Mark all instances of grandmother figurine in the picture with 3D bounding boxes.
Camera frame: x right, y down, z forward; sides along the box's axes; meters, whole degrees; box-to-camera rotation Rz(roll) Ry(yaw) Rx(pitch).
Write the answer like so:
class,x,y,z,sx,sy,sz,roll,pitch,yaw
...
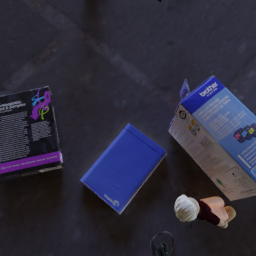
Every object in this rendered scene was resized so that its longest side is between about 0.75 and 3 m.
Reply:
class,x,y,z,sx,sy,sz,roll,pitch,yaw
grandmother figurine,1.516,1.657,5.790,1.109,1.828,0.554,13,85,41

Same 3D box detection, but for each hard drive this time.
class,x,y,z,sx,sy,sz,roll,pitch,yaw
hard drive,-0.089,0.948,6.832,1.224,0.235,1.855,37,75,12

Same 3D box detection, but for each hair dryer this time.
class,x,y,z,sx,sy,sz,roll,pitch,yaw
hair dryer,0.706,3.311,6.013,1.361,0.485,1.786,36,70,29

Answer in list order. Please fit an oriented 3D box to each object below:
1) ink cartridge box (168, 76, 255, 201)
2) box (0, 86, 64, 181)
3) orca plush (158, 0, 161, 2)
class,x,y,z,sx,sy,sz,roll,pitch,yaw
ink cartridge box,1.957,0.167,6.227,1.050,1.877,2.751,-39,75,-12
box,-2.570,0.100,7.051,1.551,0.392,2.169,-12,73,-5
orca plush,1.374,-3.891,7.848,1.384,0.492,0.728,-44,34,-15
